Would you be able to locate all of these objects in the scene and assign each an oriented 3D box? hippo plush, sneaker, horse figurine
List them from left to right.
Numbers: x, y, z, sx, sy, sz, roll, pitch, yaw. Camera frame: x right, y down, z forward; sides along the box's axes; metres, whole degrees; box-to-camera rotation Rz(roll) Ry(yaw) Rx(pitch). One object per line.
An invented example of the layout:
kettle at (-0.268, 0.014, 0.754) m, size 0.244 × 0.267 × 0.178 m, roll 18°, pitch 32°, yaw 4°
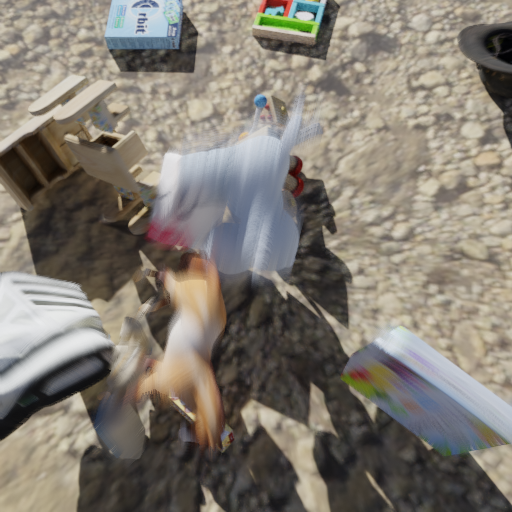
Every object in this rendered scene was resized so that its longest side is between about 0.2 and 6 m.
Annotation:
sneaker at (-3.484, 1.334, 7.158) m, size 3.081 × 1.163 × 1.773 m, roll -25°, pitch 55°, yaw -16°
horse figurine at (-0.967, 1.005, 7.013) m, size 1.656 × 0.624 × 2.499 m, roll 2°, pitch 65°, yaw 26°
hippo plush at (0.069, -0.640, 7.523) m, size 2.124 × 1.692 × 1.708 m, roll -13°, pitch 90°, yaw 24°

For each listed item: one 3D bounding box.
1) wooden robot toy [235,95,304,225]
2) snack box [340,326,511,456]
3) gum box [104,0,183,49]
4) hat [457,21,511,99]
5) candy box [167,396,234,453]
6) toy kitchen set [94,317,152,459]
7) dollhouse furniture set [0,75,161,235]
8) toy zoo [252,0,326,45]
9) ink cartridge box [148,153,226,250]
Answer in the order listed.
wooden robot toy at (-0.092, -1.319, 9.540) m, size 1.399 × 1.359 × 3.084 m, roll -17°, pitch 56°, yaw 31°
snack box at (2.147, 1.770, 7.129) m, size 1.807 × 1.285 × 0.479 m, roll 37°, pitch 59°, yaw -2°
gum box at (-2.327, -4.895, 11.753) m, size 1.489 × 0.332 × 1.266 m, roll 1°, pitch 61°, yaw 0°
hat at (4.939, -3.585, 10.669) m, size 2.390 × 0.964 × 2.390 m, roll 0°, pitch 45°, yaw 0°
candy box at (-0.752, 2.199, 7.633) m, size 0.996 × 0.575 × 0.276 m, roll 38°, pitch 67°, yaw 19°
toy kitchen set at (-2.204, 1.808, 7.788) m, size 1.340 × 0.985 × 1.673 m, roll -1°, pitch 49°, yaw 8°
dollhouse furniture set at (-2.892, -1.426, 8.832) m, size 2.497 × 2.188 × 1.659 m, roll 22°, pitch 60°, yaw 41°
toy zoo at (0.803, -5.427, 12.123) m, size 1.357 × 0.212 × 2.069 m, roll 11°, pitch 61°, yaw 7°
ink cartridge box at (-1.014, -0.829, 8.732) m, size 0.975 × 0.568 × 1.346 m, roll 9°, pitch 97°, yaw -37°
